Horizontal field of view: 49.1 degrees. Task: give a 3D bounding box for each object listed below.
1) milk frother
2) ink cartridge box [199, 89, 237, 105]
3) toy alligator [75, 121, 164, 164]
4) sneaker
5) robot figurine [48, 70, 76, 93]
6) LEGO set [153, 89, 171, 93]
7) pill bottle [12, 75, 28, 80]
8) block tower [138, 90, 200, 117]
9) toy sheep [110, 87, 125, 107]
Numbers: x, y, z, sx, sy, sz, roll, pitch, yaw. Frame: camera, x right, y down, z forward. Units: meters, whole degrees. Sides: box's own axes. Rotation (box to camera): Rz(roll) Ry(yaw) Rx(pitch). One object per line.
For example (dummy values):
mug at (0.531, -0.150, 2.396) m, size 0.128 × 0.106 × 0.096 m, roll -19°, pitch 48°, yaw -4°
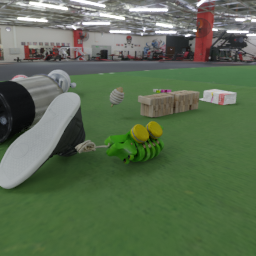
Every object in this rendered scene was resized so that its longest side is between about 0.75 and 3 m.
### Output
milk frother at (-3.707, -1.242, 8.286) m, size 2.533 × 2.806 × 2.639 m, roll 1°, pitch 16°, yaw 18°
ink cartridge box at (4.131, -1.471, 13.024) m, size 0.871 × 0.505 × 1.496 m, roll -11°, pitch 20°, yaw -32°
toy alligator at (0.079, 0.444, 6.127) m, size 2.722 × 0.739 × 0.807 m, roll -13°, pitch -22°, yaw -49°
sneaker at (-1.650, 0.471, 6.043) m, size 0.877 × 1.230 × 2.481 m, roll 14°, pitch 52°, yaw 22°
robot figurine at (-3.695, -2.394, 14.777) m, size 1.896 × 1.263 × 2.236 m, roll 13°, pitch 14°, yaw -12°
LEGO set at (1.694, -1.561, 13.337) m, size 0.601 × 0.558 × 1.463 m, roll 0°, pitch 10°, yaw -13°
pill bottle at (-5.267, -1.984, 13.751) m, size 1.088 × 1.088 × 1.938 m, roll -5°, pitch 17°, yaw -17°
block tower at (1.632, -0.974, 10.963) m, size 2.687 × 0.777 × 0.726 m, roll -10°, pitch 19°, yaw -36°
toy sheep at (-0.407, -1.118, 10.204) m, size 0.564 × 0.818 × 0.564 m, roll 22°, pitch 16°, yaw -7°
